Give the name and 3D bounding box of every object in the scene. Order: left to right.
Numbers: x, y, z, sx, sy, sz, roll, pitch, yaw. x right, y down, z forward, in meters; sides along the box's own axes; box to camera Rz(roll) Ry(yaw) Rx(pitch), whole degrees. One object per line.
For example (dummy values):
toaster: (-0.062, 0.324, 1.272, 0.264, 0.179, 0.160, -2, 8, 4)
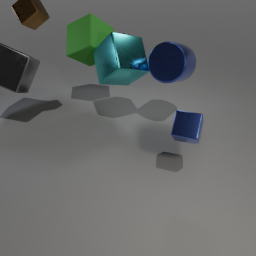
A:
cube: (-4.348, -2.220, 10.470, 1.400, 1.400, 1.400, 24, 5, -6)
cube: (-3.051, -3.652, 8.821, 0.700, 0.700, 0.700, -32, -5, 16)
cube: (-1.554, -3.567, 11.550, 1.400, 1.400, 1.400, -9, -13, 35)
cube: (-0.277, -2.500, 10.423, 1.400, 1.400, 1.400, -4, -13, -37)
cylinder: (1.622, -2.360, 10.156, 1.400, 1.400, 1.400, 15, 18, 24)
cube: (1.612, -0.009, 7.539, 0.700, 0.700, 0.700, 10, -11, 19)
